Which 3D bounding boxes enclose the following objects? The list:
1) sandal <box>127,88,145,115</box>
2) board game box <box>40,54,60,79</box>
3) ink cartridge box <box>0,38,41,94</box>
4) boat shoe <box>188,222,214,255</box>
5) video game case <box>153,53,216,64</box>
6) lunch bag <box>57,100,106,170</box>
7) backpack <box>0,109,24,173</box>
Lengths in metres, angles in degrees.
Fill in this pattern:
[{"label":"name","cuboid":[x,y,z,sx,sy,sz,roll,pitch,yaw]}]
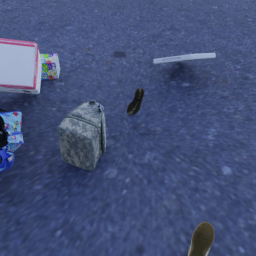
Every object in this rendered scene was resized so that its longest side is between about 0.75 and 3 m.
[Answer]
[{"label":"sandal","cuboid":[0.271,-0.855,9.057,0.387,0.947,0.258,21,10,6]},{"label":"board game box","cuboid":[-3.354,-2.329,10.632,1.380,0.711,0.723,-3,43,-3]},{"label":"ink cartridge box","cuboid":[-3.740,-1.743,8.300,2.150,1.252,2.952,3,4,-15]},{"label":"boat shoe","cuboid":[1.441,2.489,5.739,0.434,0.389,1.172,24,52,17]},{"label":"video game case","cuboid":[2.113,-2.589,10.434,1.610,0.207,1.771,6,16,43]},{"label":"lunch bag","cuboid":[-1.097,0.162,7.414,1.050,1.508,1.264,15,46,12]},{"label":"backpack","cuboid":[-3.639,0.437,6.719,2.221,1.636,2.432,-23,-1,16]}]
